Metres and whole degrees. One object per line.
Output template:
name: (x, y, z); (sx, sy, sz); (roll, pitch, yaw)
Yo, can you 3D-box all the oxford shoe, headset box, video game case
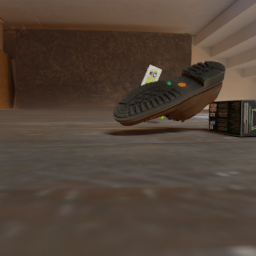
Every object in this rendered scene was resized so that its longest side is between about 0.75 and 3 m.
oxford shoe: (1.027, -0.522, 6.488); (2.830, 1.194, 1.028); (-20, 41, -13)
headset box: (3.059, -0.266, 6.712); (1.715, 0.795, 1.493); (-1, 4, -12)
video game case: (0.684, -1.376, 11.740); (0.551, 2.196, 2.423); (24, 6, 1)

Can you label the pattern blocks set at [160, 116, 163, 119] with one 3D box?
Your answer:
pattern blocks set: (1.239, -0.894, 10.501); (0.107, 1.158, 1.318); (2, 12, 17)
